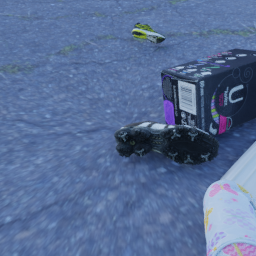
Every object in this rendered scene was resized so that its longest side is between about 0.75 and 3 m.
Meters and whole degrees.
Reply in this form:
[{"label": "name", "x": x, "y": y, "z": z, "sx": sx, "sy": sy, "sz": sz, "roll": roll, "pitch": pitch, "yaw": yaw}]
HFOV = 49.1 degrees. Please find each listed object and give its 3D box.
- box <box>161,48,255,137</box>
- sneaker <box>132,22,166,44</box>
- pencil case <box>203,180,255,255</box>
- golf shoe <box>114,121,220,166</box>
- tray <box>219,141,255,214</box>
[{"label": "box", "x": 2.215, "y": -0.889, "z": 6.808, "sx": 2.482, "sy": 1.517, "sz": 1.317, "roll": -21, "pitch": 29, "yaw": -22}, {"label": "sneaker", "x": 0.831, "y": -3.701, "z": 10.763, "sx": 1.355, "sy": 0.504, "sz": 0.573, "roll": 11, "pitch": 72, "yaw": -16}, {"label": "pencil case", "x": 1.558, "y": 1.467, "z": 4.089, "sx": 0.859, "sy": 0.787, "sz": 1.893, "roll": 14, "pitch": 15, "yaw": 11}, {"label": "golf shoe", "x": 0.846, "y": 0.190, "z": 6.155, "sx": 2.226, "sy": 0.866, "sz": 1.052, "roll": 8, "pitch": 21, "yaw": 6}, {"label": "tray", "x": 2.717, "y": 0.959, "z": 5.567, "sx": 2.310, "sy": 0.256, "sz": 1.240, "roll": -37, "pitch": 53, "yaw": -27}]
